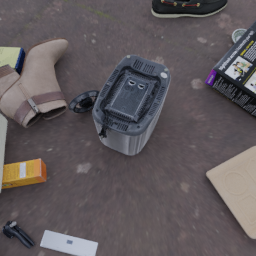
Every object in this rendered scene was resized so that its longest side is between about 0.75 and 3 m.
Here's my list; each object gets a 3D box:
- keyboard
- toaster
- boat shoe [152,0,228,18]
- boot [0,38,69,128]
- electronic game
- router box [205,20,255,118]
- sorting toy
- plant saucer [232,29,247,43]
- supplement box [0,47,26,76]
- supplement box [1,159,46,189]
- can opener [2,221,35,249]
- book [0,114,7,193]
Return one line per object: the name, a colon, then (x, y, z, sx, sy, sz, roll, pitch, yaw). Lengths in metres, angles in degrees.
keyboard: (-1.309, 2.587, 6.220, 1.244, 0.066, 0.350, 11, 58, 6)
toaster: (0.068, -0.409, 6.888, 1.415, 1.608, 2.490, 21, 64, 10)
boat shoe: (2.134, -4.339, 9.414, 2.671, 0.837, 0.977, -6, 62, -5)
boot: (-2.339, -1.251, 7.834, 2.696, 0.947, 1.971, -36, 76, -19)
electronic game: (-1.123, -0.689, 7.418, 0.946, 0.946, 0.197, -25, 72, -12)
router box: (3.951, -1.775, 8.008, 2.170, 0.743, 2.910, 39, 69, 13)
sorting toy: (3.018, 1.463, 6.684, 1.662, 0.328, 1.796, -25, 61, -13)
plant saucer: (3.646, -2.798, 8.914, 0.756, 0.190, 0.756, 3, 68, -6)
supplement box: (-3.492, -1.933, 8.308, 0.771, 0.518, 0.772, 3, 62, 1)
supplement box: (-2.729, 1.129, 6.702, 1.435, 0.477, 0.494, -11, 62, -3)
can opener: (-2.420, 2.376, 6.250, 0.840, 0.330, 0.266, 29, 27, 11)
book: (-4.363, 0.807, 6.547, 2.894, 0.695, 1.933, -11, 61, 2)
